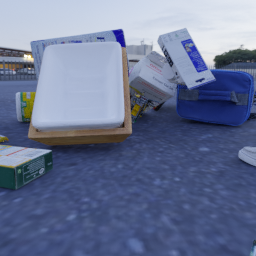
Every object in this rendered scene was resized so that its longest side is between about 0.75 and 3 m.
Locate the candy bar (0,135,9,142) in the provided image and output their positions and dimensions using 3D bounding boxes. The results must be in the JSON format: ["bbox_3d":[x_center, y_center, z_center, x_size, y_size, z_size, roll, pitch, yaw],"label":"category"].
[{"bbox_3d":[-3.641,0.395,6.986,0.373,0.166,1.497,9,14,21],"label":"candy bar"}]

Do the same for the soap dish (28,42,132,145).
[{"bbox_3d":[-1.140,-0.892,7.330,2.347,1.211,2.983,-3,55,0],"label":"soap dish"}]

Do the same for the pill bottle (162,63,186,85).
[{"bbox_3d":[1.606,-1.730,8.815,0.702,0.702,1.254,9,9,38],"label":"pill bottle"}]

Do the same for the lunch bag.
[{"bbox_3d":[3.174,-1.114,9.935,2.782,1.890,1.840,8,15,27],"label":"lunch bag"}]

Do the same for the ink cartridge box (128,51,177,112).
[{"bbox_3d":[0.817,-1.728,11.124,1.663,0.964,2.855,26,-24,-18],"label":"ink cartridge box"}]

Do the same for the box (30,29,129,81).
[{"bbox_3d":[-1.457,-2.425,9.670,2.885,1.514,2.653,-7,17,1],"label":"box"}]

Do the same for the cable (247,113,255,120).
[{"bbox_3d":[4.621,-0.468,10.945,0.912,0.284,1.118,-5,8,-44],"label":"cable"}]

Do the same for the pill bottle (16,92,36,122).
[{"bbox_3d":[-3.124,-0.819,10.493,1.933,1.090,1.090,-4,12,-18],"label":"pill bottle"}]

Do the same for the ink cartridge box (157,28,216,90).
[{"bbox_3d":[1.599,-1.884,7.791,0.905,1.820,0.357,-19,-16,-16],"label":"ink cartridge box"}]

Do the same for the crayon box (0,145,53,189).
[{"bbox_3d":[-2.358,0.653,5.158,1.617,0.417,1.017,5,13,20],"label":"crayon box"}]

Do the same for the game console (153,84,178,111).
[{"bbox_3d":[2.633,-1.568,13.788,1.755,2.549,2.957,39,12,-4],"label":"game console"}]

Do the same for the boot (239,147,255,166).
[{"bbox_3d":[2.957,0.397,5.388,0.630,0.819,1.714,-8,14,-34],"label":"boot"}]

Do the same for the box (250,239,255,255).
[{"bbox_3d":[1.557,1.352,2.407,0.985,0.186,0.673,7,14,30],"label":"box"}]

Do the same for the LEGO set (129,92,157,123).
[{"bbox_3d":[0.150,-1.030,10.491,1.467,1.105,1.908,34,18,18],"label":"LEGO set"}]
